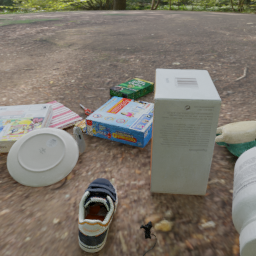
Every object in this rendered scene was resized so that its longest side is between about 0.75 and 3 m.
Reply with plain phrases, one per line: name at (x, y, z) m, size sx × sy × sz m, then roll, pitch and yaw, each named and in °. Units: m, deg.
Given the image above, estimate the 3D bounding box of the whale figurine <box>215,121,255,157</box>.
whale figurine at (3.855, 0.378, 9.752) m, size 1.702 × 1.110 × 2.139 m, roll -19°, pitch 8°, yaw -9°

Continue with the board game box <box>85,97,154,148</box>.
board game box at (-0.030, -0.337, 11.150) m, size 2.400 × 0.685 × 2.451 m, roll 13°, pitch 32°, yaw 22°

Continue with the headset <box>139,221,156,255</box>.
headset at (0.469, 2.788, 5.376) m, size 1.121 × 0.853 × 1.816 m, roll 0°, pitch 40°, yaw -2°

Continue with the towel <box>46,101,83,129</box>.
towel at (-3.188, -0.455, 11.796) m, size 1.665 × 0.340 × 2.275 m, roll -25°, pitch 41°, yaw -36°

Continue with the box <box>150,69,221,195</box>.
box at (1.483, 0.067, 8.073) m, size 1.573 × 2.958 × 2.252 m, roll 3°, pitch 29°, yaw 4°

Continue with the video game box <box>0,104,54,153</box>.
video game box at (-4.286, -0.029, 10.356) m, size 2.606 × 0.610 × 2.374 m, roll -3°, pitch 33°, yaw 2°

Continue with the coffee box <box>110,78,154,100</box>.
coffee box at (0.217, -1.974, 14.311) m, size 1.294 × 0.463 × 2.104 m, roll 25°, pitch 37°, yaw 37°

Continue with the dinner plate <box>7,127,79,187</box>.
dinner plate at (-2.669, 0.793, 8.767) m, size 2.218 × 0.269 × 2.218 m, roll 1°, pitch 51°, yaw -2°

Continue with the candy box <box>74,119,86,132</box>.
candy box at (-1.696, -0.135, 11.260) m, size 0.469 × 0.225 × 0.813 m, roll 19°, pitch 34°, yaw 32°

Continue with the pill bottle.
pill bottle at (3.246, 1.786, 6.343) m, size 1.652 × 1.652 × 2.890 m, roll 10°, pitch 31°, yaw 17°

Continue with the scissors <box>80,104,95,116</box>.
scissors at (-1.947, -0.841, 12.661) m, size 1.340 × 0.093 × 0.490 m, roll 27°, pitch 41°, yaw 36°

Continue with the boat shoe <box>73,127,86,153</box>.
boat shoe at (-1.703, 0.409, 9.634) m, size 0.328 × 0.924 × 0.322 m, roll -18°, pitch 12°, yaw -28°

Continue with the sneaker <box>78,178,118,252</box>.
sneaker at (-0.700, 1.845, 6.993) m, size 0.896 × 0.908 × 2.286 m, roll 5°, pitch 28°, yaw -2°
